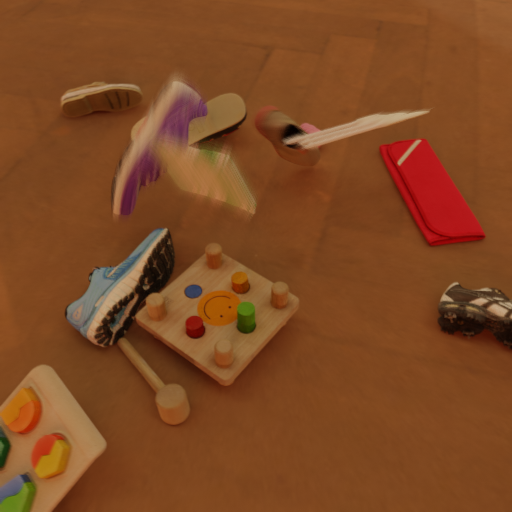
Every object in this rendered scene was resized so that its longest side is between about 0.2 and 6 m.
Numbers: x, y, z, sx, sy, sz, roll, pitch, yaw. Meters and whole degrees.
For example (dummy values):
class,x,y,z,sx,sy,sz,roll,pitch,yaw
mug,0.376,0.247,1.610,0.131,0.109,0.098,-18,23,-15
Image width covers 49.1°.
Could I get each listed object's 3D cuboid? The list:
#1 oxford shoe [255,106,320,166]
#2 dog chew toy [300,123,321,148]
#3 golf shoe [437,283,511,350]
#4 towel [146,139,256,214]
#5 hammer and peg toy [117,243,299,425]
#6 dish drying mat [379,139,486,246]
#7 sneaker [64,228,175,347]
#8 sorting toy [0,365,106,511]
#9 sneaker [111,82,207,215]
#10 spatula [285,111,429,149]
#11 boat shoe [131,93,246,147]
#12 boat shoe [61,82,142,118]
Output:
class,x,y,z,sx,sy,sz,roll,pitch,yaw
oxford shoe,0.745,-2.125,10.746,0.732,1.957,0.689,43,103,37
dog chew toy,1.156,-2.623,12.143,0.464,0.464,0.745,-14,42,-13
golf shoe,3.858,0.898,8.686,1.965,0.764,0.928,16,50,13
towel,-0.812,-1.211,8.468,1.621,1.237,0.190,20,67,34
hammer and peg toy,-0.855,1.043,8.421,1.940,0.930,2.638,31,54,25
dish drying mat,3.394,-1.353,11.070,1.116,0.264,2.906,-7,48,-7
sneaker,-2.209,0.305,9.134,1.067,0.930,2.373,19,50,21
sorting toy,-2.946,2.502,7.082,1.759,0.321,1.628,-48,59,-4
sneaker,-1.623,-1.702,9.412,1.027,0.992,2.461,32,89,-18
spatula,1.643,-2.156,9.613,2.146,0.172,1.492,-19,19,-10
boat shoe,-1.421,-2.782,12.087,2.519,0.789,0.922,-17,89,0
boat shoe,-3.585,-3.728,12.962,1.841,0.688,0.630,-10,54,-8
